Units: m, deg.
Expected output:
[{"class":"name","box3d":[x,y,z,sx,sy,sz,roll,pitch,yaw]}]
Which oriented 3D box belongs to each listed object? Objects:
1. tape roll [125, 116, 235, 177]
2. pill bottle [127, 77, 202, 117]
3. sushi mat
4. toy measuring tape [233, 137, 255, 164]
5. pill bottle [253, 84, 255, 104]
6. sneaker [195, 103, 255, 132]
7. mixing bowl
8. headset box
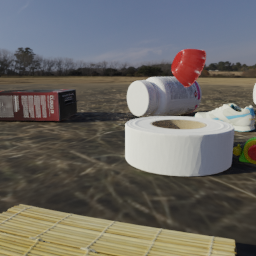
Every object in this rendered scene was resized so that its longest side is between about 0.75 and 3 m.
[{"class":"tape roll","box3d":[0.876,0.232,4.987,1.891,0.662,1.891,-1,11,0]},{"class":"pill bottle","box3d":[1.302,-1.119,10.006,2.497,1.415,1.415,-8,13,-36]},{"class":"sushi mat","box3d":[-0.283,1.017,2.262,2.271,0.137,1.087,3,11,18]},{"class":"toy measuring tape","box3d":[2.434,0.401,4.688,1.290,0.475,0.475,6,12,27]},{"class":"pill bottle","box3d":[7.148,-1.612,12.981,2.281,1.249,1.249,1,11,8]},{"class":"sneaker","box3d":[2.722,-0.354,7.953,1.732,0.699,0.662,9,15,42]},{"class":"mixing bowl","box3d":[1.648,-1.816,8.041,0.620,1.145,1.145,21,6,-13]},{"class":"headset box","box3d":[-3.023,-0.828,9.673,2.541,0.981,1.891,0,11,7]}]
